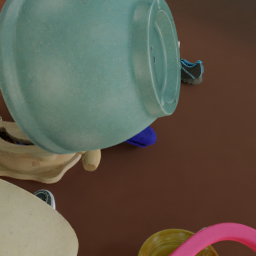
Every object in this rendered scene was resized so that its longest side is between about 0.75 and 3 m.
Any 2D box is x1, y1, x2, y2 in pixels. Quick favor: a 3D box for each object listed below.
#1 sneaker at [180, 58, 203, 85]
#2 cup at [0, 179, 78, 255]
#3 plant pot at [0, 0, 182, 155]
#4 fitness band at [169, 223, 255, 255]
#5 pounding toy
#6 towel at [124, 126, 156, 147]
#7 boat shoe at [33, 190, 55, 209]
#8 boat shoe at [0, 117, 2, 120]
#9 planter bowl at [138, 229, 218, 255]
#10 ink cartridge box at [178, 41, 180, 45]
[{"bbox_3d":[1.801,-2.289,10.738,2.153,0.882,0.788,9,37,13],"label":"sneaker"},{"bbox_3d":[-2.188,2.077,3.037,2.903,2.903,2.076,3,43,4],"label":"cup"},{"bbox_3d":[-0.263,-1.025,4.552,1.951,2.911,2.911,-3,32,24],"label":"plant pot"},{"bbox_3d":[1.234,2.404,3.743,2.508,0.469,1.801,-30,62,-25],"label":"fitness band"},{"bbox_3d":[-2.015,0.104,6.629,2.986,1.713,1.707,7,37,3],"label":"pounding toy"},{"bbox_3d":[-0.722,-0.371,7.322,2.684,0.665,1.982,19,21,-29],"label":"towel"},{"bbox_3d":[-1.917,1.714,5.199,0.701,0.648,1.898,10,30,10],"label":"boat shoe"},{"bbox_3d":[-4.044,-0.310,8.355,0.469,0.398,1.289,-20,40,-25],"label":"boat shoe"},{"bbox_3d":[0.798,2.345,4.472,1.334,0.556,1.334,0,36,0],"label":"planter bowl"},{"bbox_3d":[1.950,-4.111,13.774,1.009,0.342,0.581,-11,37,-15],"label":"ink cartridge box"}]
